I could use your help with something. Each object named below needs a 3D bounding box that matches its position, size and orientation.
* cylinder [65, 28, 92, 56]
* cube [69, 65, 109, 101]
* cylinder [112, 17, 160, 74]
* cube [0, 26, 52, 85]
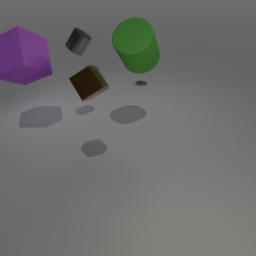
[{"bbox_3d":[-1.763,-3.068,9.968,0.700,0.700,0.700,31,24,-15],"label":"cylinder"},{"bbox_3d":[-1.030,-1.208,7.570,0.700,0.700,0.700,-30,2,11],"label":"cube"},{"bbox_3d":[0.311,-2.808,9.678,1.400,1.400,1.400,-5,72,15],"label":"cylinder"},{"bbox_3d":[-3.743,-2.468,9.847,1.400,1.400,1.400,-15,-8,23],"label":"cube"}]
